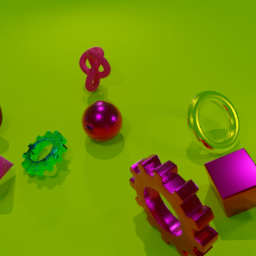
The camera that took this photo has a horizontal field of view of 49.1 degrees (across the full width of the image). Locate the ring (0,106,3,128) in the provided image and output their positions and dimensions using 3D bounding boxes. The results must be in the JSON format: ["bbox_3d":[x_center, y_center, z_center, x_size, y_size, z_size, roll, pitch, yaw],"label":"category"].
[{"bbox_3d":[-4.133,-0.603,7.662,1.722,1.722,0.344,20,36,19],"label":"ring"}]

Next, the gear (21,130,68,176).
[{"bbox_3d":[-2.114,0.620,7.083,1.240,0.229,1.240,-18,45,19],"label":"gear"}]

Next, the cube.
[{"bbox_3d":[2.360,1.203,6.138,0.951,0.951,0.951,-24,45,6],"label":"cube"}]

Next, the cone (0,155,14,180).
[{"bbox_3d":[-2.983,0.898,6.547,0.886,0.886,0.890,18,4,18],"label":"cone"}]

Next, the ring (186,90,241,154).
[{"bbox_3d":[2.314,-0.168,7.530,1.760,0.352,1.760,6,75,-24],"label":"ring"}]

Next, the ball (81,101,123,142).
[{"bbox_3d":[-0.704,-0.187,7.658,1.126,1.126,1.126,0,44,0],"label":"ball"}]

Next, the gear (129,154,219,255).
[{"bbox_3d":[0.764,1.471,5.272,0.369,1.998,1.998,-29,51,-24],"label":"gear"}]

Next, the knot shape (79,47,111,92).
[{"bbox_3d":[-1.110,-1.874,9.124,0.706,1.430,1.529,-3,25,-26],"label":"knot shape"}]
